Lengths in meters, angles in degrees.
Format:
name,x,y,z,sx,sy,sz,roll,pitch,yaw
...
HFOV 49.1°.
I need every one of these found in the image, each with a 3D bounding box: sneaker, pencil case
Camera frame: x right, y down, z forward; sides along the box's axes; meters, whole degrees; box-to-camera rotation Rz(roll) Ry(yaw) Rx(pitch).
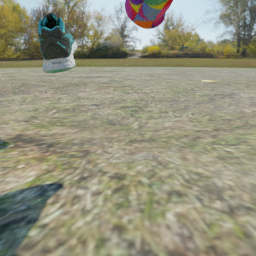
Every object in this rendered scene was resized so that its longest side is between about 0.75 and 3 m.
name,x,y,z,sx,sy,sz,roll,pitch,yaw
sneaker,-2.063,-2.697,8.109,1.112,1.307,2.865,-12,36,-10
pencil case,0.776,-3.109,5.719,1.142,1.142,2.584,-6,-9,-20
